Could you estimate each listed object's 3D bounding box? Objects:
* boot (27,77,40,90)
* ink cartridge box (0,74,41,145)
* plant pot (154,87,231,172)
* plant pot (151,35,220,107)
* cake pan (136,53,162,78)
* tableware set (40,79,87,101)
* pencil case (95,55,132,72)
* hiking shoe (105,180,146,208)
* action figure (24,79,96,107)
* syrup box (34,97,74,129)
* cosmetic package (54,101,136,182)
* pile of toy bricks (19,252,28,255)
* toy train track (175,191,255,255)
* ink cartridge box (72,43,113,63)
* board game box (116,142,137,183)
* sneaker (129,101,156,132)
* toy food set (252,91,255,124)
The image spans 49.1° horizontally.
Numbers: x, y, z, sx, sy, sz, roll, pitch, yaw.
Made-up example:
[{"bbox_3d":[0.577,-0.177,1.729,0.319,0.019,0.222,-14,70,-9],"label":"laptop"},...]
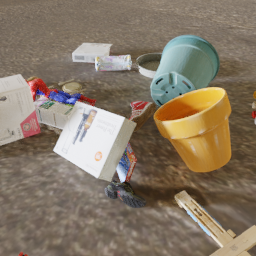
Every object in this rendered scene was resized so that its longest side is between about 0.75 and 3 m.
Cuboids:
[{"bbox_3d":[-4.641,-1.893,12.365,1.188,0.449,1.357,24,42,10],"label":"boot"},{"bbox_3d":[-4.411,-0.404,9.047,2.610,1.912,1.080,-21,41,-25],"label":"ink cartridge box"},{"bbox_3d":[2.038,0.133,8.033,2.070,1.895,2.070,-23,18,8],"label":"plant pot"},{"bbox_3d":[2.117,-1.994,11.041,2.461,2.461,2.410,15,47,20],"label":"plant pot"},{"bbox_3d":[1.610,-3.101,13.966,2.450,0.449,2.450,0,36,0],"label":"cake pan"},{"bbox_3d":[-2.784,-1.454,11.811,1.807,0.362,1.195,-25,44,-27],"label":"tableware set"},{"bbox_3d":[-0.714,-3.172,13.659,1.798,0.747,0.816,-3,3,-3],"label":"pencil case"},{"bbox_3d":[-0.005,1.682,7.442,1.184,0.449,0.596,17,42,22],"label":"hiking shoe"},{"bbox_3d":[-2.824,-0.932,10.720,2.862,1.417,0.934,23,26,-6],"label":"action figure"},{"bbox_3d":[-2.677,-0.531,10.258,1.712,0.697,0.674,17,40,21],"label":"syrup box"},{"bbox_3d":[-1.025,0.291,8.026,2.268,1.710,0.586,20,-4,43],"label":"cosmetic package"},{"bbox_3d":[-2.154,3.092,5.554,0.552,0.621,1.118,36,21,-16],"label":"pile of toy bricks"},{"bbox_3d":[2.010,2.458,6.475,1.541,0.437,2.688,-23,36,-18],"label":"toy train track"},{"bbox_3d":[-1.906,-4.183,15.507,1.781,0.551,2.196,5,29,8],"label":"ink cartridge box"},{"bbox_3d":[-0.232,0.636,8.260,0.190,1.005,1.953,0,38,-21],"label":"board game box"},{"bbox_3d":[0.243,-0.445,10.231,1.540,0.548,0.866,-43,39,-23],"label":"sneaker"},{"bbox_3d":[5.094,-0.657,10.351,0.739,0.784,1.642,7,38,9],"label":"toy food set"}]
